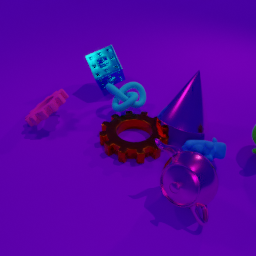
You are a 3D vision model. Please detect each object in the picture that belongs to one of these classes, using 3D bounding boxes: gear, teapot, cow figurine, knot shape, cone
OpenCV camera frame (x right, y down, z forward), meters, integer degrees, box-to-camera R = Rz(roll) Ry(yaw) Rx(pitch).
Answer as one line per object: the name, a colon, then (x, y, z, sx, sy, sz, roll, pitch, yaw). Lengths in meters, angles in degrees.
gear: (0.162, 0.181, 7.247, 1.769, 0.327, 1.769, 0, 38, 0)
gear: (-2.233, -0.569, 7.697, 1.311, 0.242, 1.311, -31, 24, 15)
teapot: (1.074, 0.982, 5.405, 0.899, 1.142, 1.836, -9, 70, -52)
cow figurine: (1.731, 0.493, 6.391, 0.994, 0.545, 0.978, 6, 4, 12)
knot shape: (-0.143, -0.958, 8.085, 1.146, 0.566, 1.225, 28, 39, 21)
cone: (1.611, -0.793, 7.208, 1.420, 1.425, 1.420, 12, 20, -5)

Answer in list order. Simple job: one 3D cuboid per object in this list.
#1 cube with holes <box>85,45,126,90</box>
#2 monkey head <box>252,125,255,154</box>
cube with holes: (-0.705, -1.915, 9.009, 0.896, 0.896, 0.896, -24, 77, 1)
monkey head: (3.448, 0.271, 6.511, 1.079, 0.904, 1.500, 17, 3, 20)
